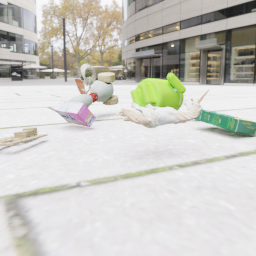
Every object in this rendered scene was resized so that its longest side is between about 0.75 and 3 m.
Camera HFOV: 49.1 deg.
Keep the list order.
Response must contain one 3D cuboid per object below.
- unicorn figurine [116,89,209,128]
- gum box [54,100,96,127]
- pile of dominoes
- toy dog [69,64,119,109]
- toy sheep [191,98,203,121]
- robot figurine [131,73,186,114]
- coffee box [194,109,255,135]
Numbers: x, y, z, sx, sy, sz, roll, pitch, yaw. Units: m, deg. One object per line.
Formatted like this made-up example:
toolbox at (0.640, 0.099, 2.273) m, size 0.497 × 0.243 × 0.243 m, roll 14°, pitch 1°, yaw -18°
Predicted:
unicorn figurine at (0.685, -0.285, 5.590) m, size 1.659 × 0.612 × 1.139 m, roll -27°, pitch 27°, yaw -34°
gum box at (-1.660, -0.452, 8.650) m, size 1.209 × 0.400 × 0.686 m, roll 11°, pitch -28°, yaw 40°
pile of dominoes at (-2.735, 0.194, 6.574) m, size 1.183 × 0.242 × 1.517 m, roll -4°, pitch 5°, yaw 14°
toy dog at (-1.494, -1.373, 10.894) m, size 1.348 × 1.845 × 2.798 m, roll 5°, pitch 3°, yaw 28°
toy sheep at (2.435, -0.670, 10.106) m, size 0.583 × 0.846 × 0.583 m, roll -14°, pitch 5°, yaw 1°
robot figurine at (1.237, -1.212, 11.124) m, size 2.448 × 1.416 × 2.148 m, roll -5°, pitch -20°, yaw -44°
coffee box at (2.812, -0.200, 8.037) m, size 1.063 × 0.380 × 1.729 m, roll 8°, pitch 9°, yaw -28°
